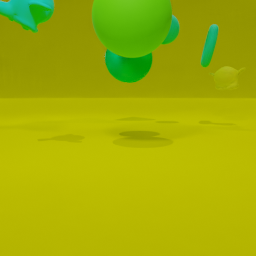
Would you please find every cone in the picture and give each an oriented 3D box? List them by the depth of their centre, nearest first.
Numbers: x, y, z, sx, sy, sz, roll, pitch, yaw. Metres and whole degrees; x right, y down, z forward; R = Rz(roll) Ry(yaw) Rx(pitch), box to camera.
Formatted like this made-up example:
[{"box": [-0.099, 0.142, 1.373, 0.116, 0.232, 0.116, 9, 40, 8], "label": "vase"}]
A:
[{"box": [0.010, -2.490, 10.625, 1.676, 1.676, 1.682, 0, 5, -1], "label": "cone"}]

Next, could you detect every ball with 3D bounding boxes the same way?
[{"box": [0.064, -1.811, 4.553, 1.294, 1.294, 1.294, 0, 7, 0], "label": "ball"}, {"box": [1.094, -2.975, 8.410, 0.899, 0.899, 0.899, 0, 7, 0], "label": "ball"}]

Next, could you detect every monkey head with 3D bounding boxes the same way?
[{"box": [-1.770, -2.154, 4.786, 0.942, 0.789, 1.309, 12, 34, -42], "label": "monkey head"}, {"box": [3.118, -1.532, 8.675, 0.855, 0.716, 1.189, -6, 4, -42], "label": "monkey head"}]

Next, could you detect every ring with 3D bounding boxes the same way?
[{"box": [2.504, -2.513, 8.623, 0.258, 1.292, 1.292, 13, 9, 8], "label": "ring"}]
